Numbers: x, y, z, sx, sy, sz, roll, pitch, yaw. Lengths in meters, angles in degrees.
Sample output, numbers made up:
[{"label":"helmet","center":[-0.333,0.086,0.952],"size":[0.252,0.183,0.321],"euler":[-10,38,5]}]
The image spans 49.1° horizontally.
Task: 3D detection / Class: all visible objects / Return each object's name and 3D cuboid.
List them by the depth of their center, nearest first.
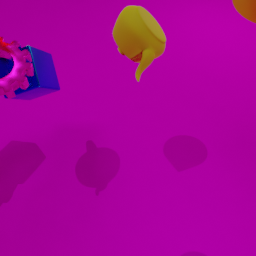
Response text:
[{"label":"cone","center":[2.594,-2.615,4.908],"size":[1.099,1.103,1.099],"euler":[2,64,-5]},{"label":"gear","center":[-2.333,-1.065,4.975],"size":[1.225,0.227,1.225],"euler":[3,66,-7]},{"label":"teapot","center":[0.171,-1.654,5.279],"size":[0.848,1.076,1.731],"euler":[-35,53,30]},{"label":"cube","center":[-2.053,-1.100,5.808],"size":[0.836,0.836,0.836],"euler":[-15,89,16]}]
